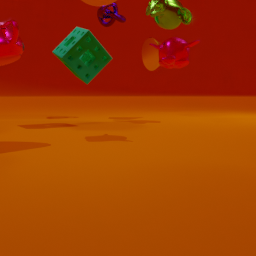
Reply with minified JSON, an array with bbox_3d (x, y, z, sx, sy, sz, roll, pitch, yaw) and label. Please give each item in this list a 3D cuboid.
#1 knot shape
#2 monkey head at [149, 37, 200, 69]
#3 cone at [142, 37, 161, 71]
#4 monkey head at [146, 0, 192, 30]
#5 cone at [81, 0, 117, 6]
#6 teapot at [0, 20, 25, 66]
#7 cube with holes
[{"bbox_3d":[-0.726,-4.474,10.946,1.230,0.568,1.151,7,-11,14],"label":"knot shape"},{"bbox_3d":[1.475,-2.530,9.288,1.712,1.031,1.231,2,6,22],"label":"monkey head"},{"bbox_3d":[1.374,-2.900,10.870,1.229,1.224,1.224,-13,12,-28],"label":"cone"},{"bbox_3d":[0.875,-2.585,5.908,0.783,0.934,1.299,13,22,-27],"label":"monkey head"},{"bbox_3d":[-0.769,-2.838,4.615,1.420,1.420,1.425,2,18,19],"label":"cone"},{"bbox_3d":[-2.351,-1.474,4.867,1.472,0.721,0.915,-14,7,35],"label":"teapot"},{"bbox_3d":[-1.345,-2.130,8.186,1.058,1.058,1.058,46,-4,-36],"label":"cube with holes"}]
